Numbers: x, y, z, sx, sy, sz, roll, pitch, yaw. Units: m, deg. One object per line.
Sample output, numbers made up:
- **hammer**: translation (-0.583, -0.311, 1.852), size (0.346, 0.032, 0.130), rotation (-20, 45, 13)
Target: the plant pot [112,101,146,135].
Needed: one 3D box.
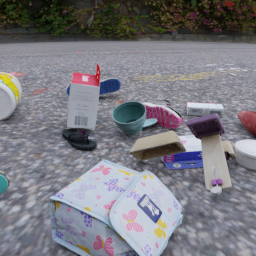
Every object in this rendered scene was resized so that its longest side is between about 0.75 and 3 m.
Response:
- **plant pot**: translation (0.103, -0.263, 9.726), size (1.168, 0.783, 1.168), rotation (-8, 41, 7)

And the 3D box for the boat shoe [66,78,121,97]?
- **boat shoe**: translation (-1.774, -1.931, 14.203), size (2.747, 0.992, 0.994), rotation (-8, 6, -14)

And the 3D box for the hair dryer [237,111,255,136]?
- **hair dryer**: translation (5.128, 0.000, 9.859), size (2.812, 0.764, 2.142), rotation (27, 19, 39)

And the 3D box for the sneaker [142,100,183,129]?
- **sneaker**: translation (1.440, -0.629, 10.853), size (0.997, 0.840, 2.278), rotation (-20, 24, -27)

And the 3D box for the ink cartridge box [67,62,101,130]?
- **ink cartridge box**: translation (-1.641, -1.333, 10.376), size (1.001, 2.096, 2.387), rotation (6, 18, -12)

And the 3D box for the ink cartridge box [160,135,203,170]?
- **ink cartridge box**: translation (1.691, 0.666, 8.327), size (1.555, 0.343, 1.584), rotation (-3, 21, -9)

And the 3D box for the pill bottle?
- **pill bottle**: translation (-5.456, -1.486, 11.964), size (1.617, 1.617, 2.867), rotation (-4, 22, -10)

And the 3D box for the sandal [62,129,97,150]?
- **sandal**: translation (-1.663, 0.273, 9.169), size (0.664, 0.423, 1.766), rotation (-17, 27, -37)

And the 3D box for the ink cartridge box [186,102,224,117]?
- **ink cartridge box**: translation (3.327, -0.982, 12.321), size (1.450, 0.428, 1.812), rotation (3, 23, 9)

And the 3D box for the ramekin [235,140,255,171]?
- **ramekin**: translation (3.527, 0.768, 7.812), size (1.095, 0.510, 1.095), rotation (0, 21, 0)

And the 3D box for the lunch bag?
- **lunch bag**: translation (-0.129, 1.510, 5.039), size (1.940, 1.233, 1.645), rotation (18, 27, 26)

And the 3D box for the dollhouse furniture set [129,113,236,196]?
- **dollhouse furniture set**: translation (1.482, 1.125, 7.401), size (2.512, 1.990, 1.783), rotation (-15, 57, 24)

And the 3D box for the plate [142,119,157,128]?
- **plate**: translation (0.693, -0.159, 10.483), size (0.854, 0.109, 0.854), rotation (-16, 16, 5)

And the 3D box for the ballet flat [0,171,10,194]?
- **ballet flat**: translation (-3.923, 1.263, 6.199), size (2.414, 0.868, 0.868), rotation (-8, 23, -21)
